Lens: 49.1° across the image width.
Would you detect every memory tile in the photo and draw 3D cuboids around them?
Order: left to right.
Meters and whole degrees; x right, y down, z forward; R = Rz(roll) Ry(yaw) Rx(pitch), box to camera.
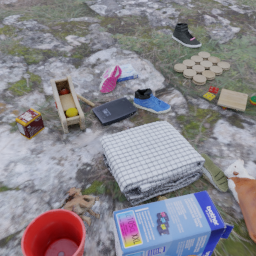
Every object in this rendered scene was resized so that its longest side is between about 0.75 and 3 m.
[{"bbox_3d":[3.896,-3.179,14.705,2.634,0.221,2.019,-30,52,-28],"label":"memory tile"}]

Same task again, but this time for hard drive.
[{"bbox_3d":[-0.573,-0.703,12.072,1.688,0.357,1.138,-23,49,-22],"label":"hard drive"}]

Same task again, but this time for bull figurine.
[{"bbox_3d":[4.071,2.249,8.646,1.747,0.937,2.877,1,44,1],"label":"bull figurine"}]

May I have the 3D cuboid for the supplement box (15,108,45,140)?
[{"bbox_3d":[-3.890,-0.166,11.174,0.561,0.845,0.833,26,50,24],"label":"supplement box"}]

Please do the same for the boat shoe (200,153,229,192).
[{"bbox_3d":[2.873,1.571,9.653,0.545,0.499,1.460,-22,69,-28],"label":"boat shoe"}]

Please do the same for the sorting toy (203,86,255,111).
[{"bbox_3d":[4.573,-1.183,12.529,2.377,0.402,1.146,17,47,16],"label":"sorting toy"}]

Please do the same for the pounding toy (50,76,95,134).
[{"bbox_3d":[-2.210,-1.250,11.684,1.692,1.687,2.950,-15,47,-15],"label":"pounding toy"}]

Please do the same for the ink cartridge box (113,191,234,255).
[{"bbox_3d":[1.174,2.792,7.301,2.977,2.031,1.136,-11,46,-11],"label":"ink cartridge box"}]

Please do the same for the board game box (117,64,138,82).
[{"bbox_3d":[-0.193,-2.834,14.329,1.107,0.240,1.101,-15,46,-14],"label":"board game box"}]

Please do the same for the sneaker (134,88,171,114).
[{"bbox_3d":[1.058,-1.234,12.203,1.670,0.929,0.641,15,46,15],"label":"sneaker"}]

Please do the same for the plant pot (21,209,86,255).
[{"bbox_3d":[-1.841,3.155,7.400,1.566,1.386,1.566,0,45,0],"label":"plant pot"}]

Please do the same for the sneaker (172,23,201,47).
[{"bbox_3d":[3.478,-5.515,16.502,0.733,1.029,2.075,-31,53,-29],"label":"sneaker"}]

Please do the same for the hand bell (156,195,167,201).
[{"bbox_3d":[0.995,2.223,9.093,0.599,0.599,1.150,-19,35,-18],"label":"hand bell"}]

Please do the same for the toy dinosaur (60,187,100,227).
[{"bbox_3d":[-1.559,2.340,8.284,1.299,1.917,0.823,5,88,9],"label":"toy dinosaur"}]

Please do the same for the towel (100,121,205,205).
[{"bbox_3d":[0.731,1.129,9.532,2.909,1.245,2.409,-17,44,-18],"label":"towel"}]

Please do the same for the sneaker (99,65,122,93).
[{"bbox_3d":[-0.947,-2.317,13.566,0.733,0.676,1.663,-1,47,43],"label":"sneaker"}]
